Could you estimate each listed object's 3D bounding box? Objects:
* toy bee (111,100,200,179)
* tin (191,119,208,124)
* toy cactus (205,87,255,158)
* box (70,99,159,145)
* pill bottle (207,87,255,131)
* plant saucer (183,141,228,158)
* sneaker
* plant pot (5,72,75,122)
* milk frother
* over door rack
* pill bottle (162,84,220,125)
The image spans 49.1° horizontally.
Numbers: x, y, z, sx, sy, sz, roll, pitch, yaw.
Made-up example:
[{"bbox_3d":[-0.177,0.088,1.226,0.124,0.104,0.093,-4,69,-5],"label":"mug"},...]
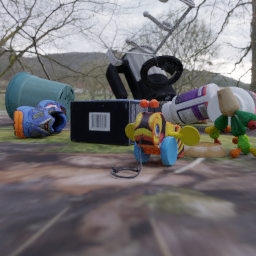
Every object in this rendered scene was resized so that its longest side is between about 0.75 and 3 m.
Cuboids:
[{"bbox_3d":[0.359,0.061,3.210,0.911,0.757,1.392,2,5,10],"label":"toy bee"},{"bbox_3d":[2.565,-0.421,11.750,1.245,0.466,2.224,4,5,-4],"label":"tin"},{"bbox_3d":[1.454,-0.071,3.964,0.611,0.987,1.196,-21,3,-10],"label":"toy cactus"},{"bbox_3d":[-0.236,-0.156,5.609,1.335,0.823,1.324,3,4,28],"label":"box"},{"bbox_3d":[3.007,-0.537,7.936,1.212,1.212,2.190,3,6,33],"label":"pill bottle"},{"bbox_3d":[1.043,0.295,4.082,0.786,0.139,0.786,0,4,0],"label":"plant saucer"},{"bbox_3d":[-1.879,-0.170,6.785,0.893,0.857,2.276,7,14,4],"label":"sneaker"},{"bbox_3d":[-3.365,-1.071,11.223,2.055,2.098,2.098,10,7,14],"label":"plant pot"},{"bbox_3d":[0.894,-2.295,11.163,2.706,2.820,2.998,8,-41,-41],"label":"milk frother"},{"bbox_3d":[0.635,-3.069,8.133,2.198,0.991,2.976,-49,-9,32],"label":"over door rack"},{"bbox_3d":[2.243,-0.738,9.864,2.005,1.117,1.117,-16,-7,39],"label":"pill bottle"}]
